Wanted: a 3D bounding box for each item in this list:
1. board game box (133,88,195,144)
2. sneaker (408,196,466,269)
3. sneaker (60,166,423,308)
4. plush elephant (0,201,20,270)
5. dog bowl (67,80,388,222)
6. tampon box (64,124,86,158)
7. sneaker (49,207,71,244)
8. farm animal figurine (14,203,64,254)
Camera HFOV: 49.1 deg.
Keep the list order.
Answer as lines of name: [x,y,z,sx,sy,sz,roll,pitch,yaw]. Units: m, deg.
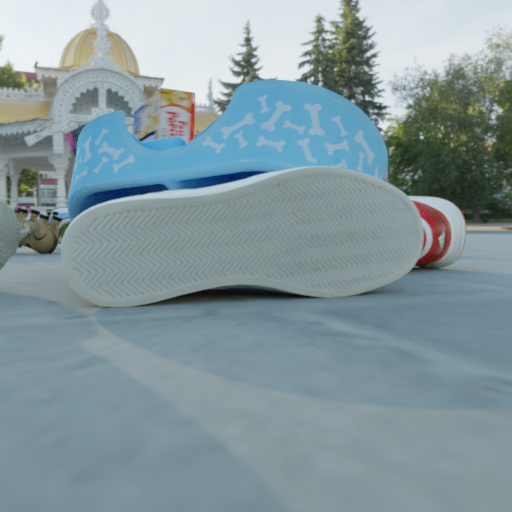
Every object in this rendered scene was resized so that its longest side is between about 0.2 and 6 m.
board game box: [-1.926,-1.524,11.101,0.703,3.035,2.299,2,3,-24]
sneaker: [0.967,-0.467,7.889,1.947,1.320,3.370,-1,1,-39]
sneaker: [-0.170,-0.215,4.912,2.899,1.068,1.675,-2,6,-18]
plush elephant: [-3.349,-0.758,4.705,2.206,2.347,2.849,-16,39,-25]
dog bowl: [-0.454,-0.631,5.955,3.594,0.891,2.003,-4,-35,25]
tampon box: [-2.897,-1.943,10.440,0.752,0.892,1.191,-26,6,0]
sneaker: [-3.974,-0.606,14.645,3.093,1.171,1.191,-2,22,-10]
farm animal figurine: [-4.931,-0.496,12.125,1.995,1.052,2.018,17,5,36]
